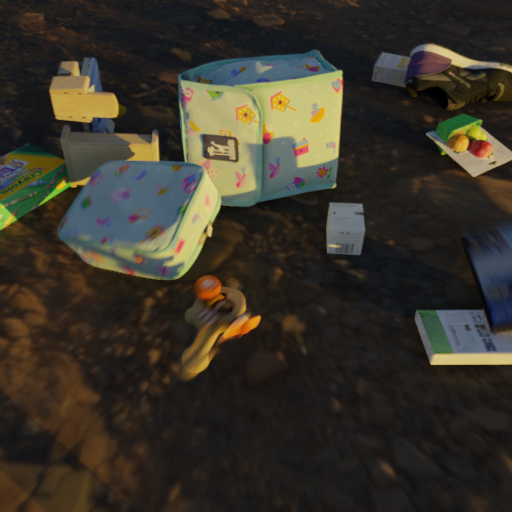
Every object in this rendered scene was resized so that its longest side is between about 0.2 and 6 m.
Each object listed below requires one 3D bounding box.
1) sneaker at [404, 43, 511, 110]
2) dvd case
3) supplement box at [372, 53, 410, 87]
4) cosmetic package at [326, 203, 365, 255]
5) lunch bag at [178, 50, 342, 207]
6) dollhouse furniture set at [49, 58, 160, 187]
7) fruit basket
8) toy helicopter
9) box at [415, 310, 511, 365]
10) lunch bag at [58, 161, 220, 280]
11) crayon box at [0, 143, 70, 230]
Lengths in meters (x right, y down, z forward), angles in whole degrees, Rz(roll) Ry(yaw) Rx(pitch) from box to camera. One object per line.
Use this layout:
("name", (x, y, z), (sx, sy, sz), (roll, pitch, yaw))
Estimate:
("sneaker", (4.962, -3.911, 13.317), (2.946, 1.116, 1.290), (16, 77, 4))
("dvd case", (4.128, 0.251, 8.620), (1.472, 0.181, 2.063), (-14, 39, 17))
("supplement box", (3.698, -4.721, 14.317), (1.268, 0.466, 0.799), (18, 47, 17))
("cosmetic package", (1.552, -0.477, 9.795), (0.598, 0.599, 0.725), (3, 44, 3))
("lunch bag", (0.009, -2.303, 10.341), (2.871, 2.445, 1.750), (-12, 39, -14))
("dollhouse furniture set", (-2.763, -2.971, 11.080), (1.723, 2.493, 2.641), (0, 51, -6))
("fruit basket", (4.496, -2.292, 11.801), (1.339, 0.678, 1.446), (-25, 65, -23))
("toy helicopter", (-0.549, 1.002, 7.678), (0.987, 0.589, 1.493), (16, 44, 10))
("box", (3.110, 1.184, 8.246), (1.327, 0.241, 0.958), (1, 35, -1))
("lunch bag", (-1.845, -0.692, 9.299), (2.467, 0.951, 1.979), (8, 58, 26))
("crayon box", (-4.682, -1.316, 10.678), (1.176, 0.577, 1.981), (26, 50, 25))
